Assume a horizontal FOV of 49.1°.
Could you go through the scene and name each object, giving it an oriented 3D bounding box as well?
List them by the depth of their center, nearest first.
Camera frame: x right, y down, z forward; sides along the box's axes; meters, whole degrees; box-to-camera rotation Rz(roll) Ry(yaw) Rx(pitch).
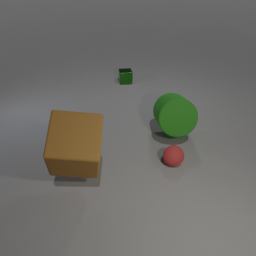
[{"bbox_3d":[-1.453,0.486,7.788,1.400,1.400,1.400,5,62,-6],"label":"cube"},{"bbox_3d":[1.507,0.915,9.256,0.700,0.700,0.700,0,31,0],"label":"ball"},{"bbox_3d":[1.719,-0.516,10.391,1.400,1.400,1.400,-2,16,-3],"label":"cylinder"},{"bbox_3d":[-0.138,-2.851,15.487,0.700,0.700,0.700,-4,31,-7],"label":"cube"}]
